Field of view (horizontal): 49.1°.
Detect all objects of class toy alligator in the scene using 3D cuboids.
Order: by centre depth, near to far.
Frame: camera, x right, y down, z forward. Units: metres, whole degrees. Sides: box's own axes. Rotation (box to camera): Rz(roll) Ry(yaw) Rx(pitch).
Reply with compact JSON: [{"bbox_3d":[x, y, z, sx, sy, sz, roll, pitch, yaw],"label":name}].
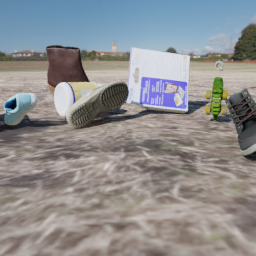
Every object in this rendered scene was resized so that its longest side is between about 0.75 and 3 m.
[{"bbox_3d":[2.888,-1.115,9.122,0.676,2.040,0.490,2,22,19],"label":"toy alligator"}]

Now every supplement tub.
[{"bbox_3d":[-1.663,-1.049,10.140,1.687,1.227,1.227,-8,16,-39],"label":"supplement tub"}]

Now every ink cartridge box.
[{"bbox_3d":[1.187,-1.885,11.080,2.440,2.417,0.530,7,-15,-6],"label":"ink cartridge box"}]

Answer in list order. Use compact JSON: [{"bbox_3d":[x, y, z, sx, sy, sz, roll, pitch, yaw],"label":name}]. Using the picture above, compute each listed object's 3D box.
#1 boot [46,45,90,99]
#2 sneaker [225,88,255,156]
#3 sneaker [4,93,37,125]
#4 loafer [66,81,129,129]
[{"bbox_3d":[-1.947,-2.003,11.281,2.831,2.355,1.024,10,36,6],"label":"boot"},{"bbox_3d":[2.745,-0.204,6.560,0.888,1.261,2.375,-33,-3,22],"label":"sneaker"},{"bbox_3d":[-3.512,-0.617,8.547,0.718,0.647,1.751,5,-30,-47],"label":"sneaker"},{"bbox_3d":[-1.046,-0.880,9.242,2.478,0.938,0.846,-31,32,-28],"label":"loafer"}]
